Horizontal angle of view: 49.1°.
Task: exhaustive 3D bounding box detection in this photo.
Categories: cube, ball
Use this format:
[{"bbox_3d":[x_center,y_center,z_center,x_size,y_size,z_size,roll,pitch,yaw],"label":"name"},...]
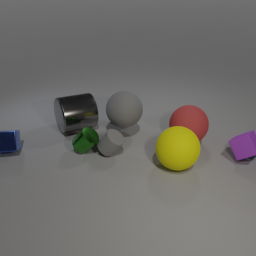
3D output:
[{"bbox_3d":[-4.201,0.450,9.800,0.700,0.700,0.700,-4,4,-9],"label":"cube"},{"bbox_3d":[3.872,0.566,9.234,0.700,0.700,0.700,-26,-4,39],"label":"cube"},{"bbox_3d":[2.194,-0.128,10.109,1.400,1.400,1.400,0,29,0],"label":"ball"},{"bbox_3d":[-0.137,-0.708,10.598,1.400,1.400,1.400,0,29,0],"label":"ball"},{"bbox_3d":[1.581,0.643,8.911,1.400,1.400,1.400,0,29,0],"label":"ball"}]

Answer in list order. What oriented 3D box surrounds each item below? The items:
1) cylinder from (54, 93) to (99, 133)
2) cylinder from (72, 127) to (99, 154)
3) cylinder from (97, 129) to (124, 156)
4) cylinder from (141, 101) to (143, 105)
[{"bbox_3d":[-2.081,-0.614,11.173,1.400,1.400,1.400,-13,31,-26],"label":"cylinder"},{"bbox_3d":[-1.482,0.429,9.783,0.700,0.700,0.700,29,40,-27],"label":"cylinder"},{"bbox_3d":[-0.593,0.507,9.660,0.700,0.700,0.700,27,36,-22],"label":"cylinder"},{"bbox_3d":[0.164,-0.994,11.900,0.700,0.700,0.700,20,3,32],"label":"cylinder"}]
